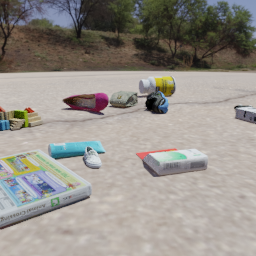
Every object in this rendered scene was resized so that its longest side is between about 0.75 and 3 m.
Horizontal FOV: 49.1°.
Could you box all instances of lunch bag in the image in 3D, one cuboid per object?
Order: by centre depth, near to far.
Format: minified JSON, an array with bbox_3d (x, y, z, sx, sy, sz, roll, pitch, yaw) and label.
[{"bbox_3d":[-0.265,-1.665,16.281,1.160,0.831,1.414,9,23,30],"label":"lunch bag"}]

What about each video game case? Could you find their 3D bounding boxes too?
[{"bbox_3d":[-2.703,1.240,6.215,2.690,0.326,2.955,-12,18,-37],"label":"video game case"}]

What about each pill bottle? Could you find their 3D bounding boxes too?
[{"bbox_3d":[2.105,-3.000,20.150,2.480,1.389,1.389,-5,16,-18],"label":"pill bottle"}]

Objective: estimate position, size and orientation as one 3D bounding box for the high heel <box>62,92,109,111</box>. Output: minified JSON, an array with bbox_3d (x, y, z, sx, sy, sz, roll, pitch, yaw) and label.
[{"bbox_3d":[-2.239,-1.436,14.740,1.420,0.997,2.961,1,6,-38],"label":"high heel"}]

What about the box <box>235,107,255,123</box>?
[{"bbox_3d":[5.819,-0.589,12.852,0.905,0.466,1.551,-6,16,-21],"label":"box"}]

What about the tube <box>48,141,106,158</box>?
[{"bbox_3d":[-1.536,0.616,8.478,1.664,0.419,0.644,-4,37,-26],"label":"tube"}]

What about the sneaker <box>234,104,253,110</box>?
[{"bbox_3d":[6.002,-0.995,14.612,0.533,0.391,1.177,-9,13,-19],"label":"sneaker"}]

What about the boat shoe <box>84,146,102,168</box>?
[{"bbox_3d":[-1.030,0.795,7.828,0.389,0.353,1.057,-7,16,-26],"label":"boat shoe"}]

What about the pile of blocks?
[{"bbox_3d":[-4.972,-0.443,11.396,2.884,0.896,1.184,-10,16,-30],"label":"pile of blocks"}]

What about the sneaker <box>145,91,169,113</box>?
[{"bbox_3d":[1.421,-1.470,15.263,1.086,0.930,2.622,4,17,-11],"label":"sneaker"}]

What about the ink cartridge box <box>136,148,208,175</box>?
[{"bbox_3d":[1.162,0.753,7.910,1.419,0.442,1.764,-5,17,-18],"label":"ink cartridge box"}]
